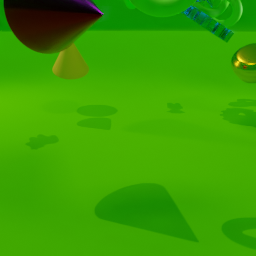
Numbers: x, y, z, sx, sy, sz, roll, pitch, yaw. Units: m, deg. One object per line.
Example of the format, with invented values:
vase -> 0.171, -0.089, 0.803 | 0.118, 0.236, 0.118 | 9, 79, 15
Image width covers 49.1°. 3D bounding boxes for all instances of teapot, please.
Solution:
teapot -> 2.873, -1.465, 6.455 | 0.965, 0.760, 1.552 | -22, 47, 8

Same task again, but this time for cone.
cone -> -1.584, -2.040, 7.645 | 1.023, 1.027, 1.023 | 4, 44, -3
cone -> -0.768, -1.607, 3.859 | 1.354, 1.354, 1.359 | -19, 32, -40

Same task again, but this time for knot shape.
knot shape -> 3.156, -4.284, 9.690 | 1.908, 1.785, 0.881 | -37, 23, 2

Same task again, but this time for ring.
ring -> 0.469, -2.007, 3.494 | 1.182, 1.182, 0.236 | -2, 35, -5

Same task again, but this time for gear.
gear -> 2.332, -3.162, 8.370 | 1.715, 0.317, 1.715 | 27, 25, -14

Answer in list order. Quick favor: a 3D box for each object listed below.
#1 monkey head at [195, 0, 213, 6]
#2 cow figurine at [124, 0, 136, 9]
monkey head -> 1.856, -4.096, 7.753 | 1.628, 0.981, 1.171 | 44, 20, 27
cow figurine -> 0.040, -4.262, 9.081 | 0.580, 1.056, 1.039 | -17, 51, 12
